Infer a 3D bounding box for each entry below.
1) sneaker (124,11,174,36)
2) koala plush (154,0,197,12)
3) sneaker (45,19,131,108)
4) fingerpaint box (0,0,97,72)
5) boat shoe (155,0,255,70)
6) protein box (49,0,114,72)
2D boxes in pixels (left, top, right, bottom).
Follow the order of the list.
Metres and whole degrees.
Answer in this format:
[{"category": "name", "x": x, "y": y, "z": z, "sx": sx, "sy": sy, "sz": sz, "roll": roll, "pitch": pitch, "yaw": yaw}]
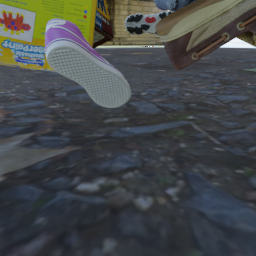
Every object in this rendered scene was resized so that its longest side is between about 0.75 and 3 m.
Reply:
[{"category": "sneaker", "x": 0.865, "y": -3.199, "z": 8.533, "sx": 1.914, "sy": 0.772, "sz": 0.798, "roll": 8, "pitch": 25, "yaw": 5}, {"category": "koala plush", "x": 2.314, "y": -3.591, "z": 8.415, "sx": 2.179, "sy": 2.003, "sz": 1.932, "roll": 53, "pitch": 13, "yaw": 30}, {"category": "sneaker", "x": -0.565, "y": -1.023, "z": 4.317, "sx": 0.609, "sy": 1.679, "sz": 0.957, "roll": -32, "pitch": 51, "yaw": 16}, {"category": "fingerpaint box", "x": -1.659, "y": -1.927, "z": 5.364, "sx": 1.934, "sy": 1.614, "sz": 0.710, "roll": 3, "pitch": 10, "yaw": -20}, {"category": "boat shoe", "x": 1.847, "y": -1.731, "z": 4.287, "sx": 2.771, "sy": 0.997, "sz": 1.000, "roll": -25, "pitch": 22, "yaw": 4}, {"category": "protein box", "x": -1.994, "y": -3.221, "z": 7.545, "sx": 2.388, "sy": 2.371, "sz": 1.611, "roll": -18, "pitch": -14, "yaw": 26}]
